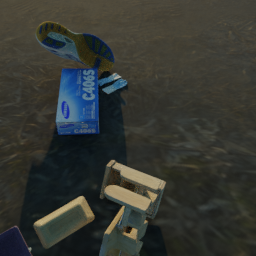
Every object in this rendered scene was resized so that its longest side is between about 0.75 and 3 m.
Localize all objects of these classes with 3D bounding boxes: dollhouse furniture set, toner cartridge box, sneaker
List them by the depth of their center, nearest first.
[{"bbox_3d":[-1.494,2.390,5.624,1.901,1.349,1.506,-28,84,-20],"label":"dollhouse furniture set"},{"bbox_3d":[-0.209,1.661,5.701,1.377,1.943,2.116,19,23,15],"label":"dollhouse furniture set"},{"bbox_3d":[-1.572,-0.943,9.052,1.244,0.565,2.619,-3,47,-6],"label":"toner cartridge box"},{"bbox_3d":[-1.940,-3.022,10.558,2.986,1.316,1.124,23,85,-18],"label":"sneaker"}]

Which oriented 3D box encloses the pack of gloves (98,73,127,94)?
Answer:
[{"bbox_3d":[-0.581,-1.686,10.140,1.002,0.198,0.842,-30,53,-26],"label":"pack of gloves"}]
